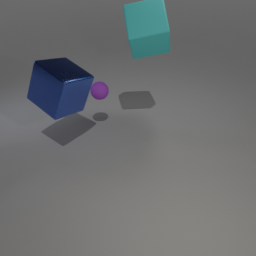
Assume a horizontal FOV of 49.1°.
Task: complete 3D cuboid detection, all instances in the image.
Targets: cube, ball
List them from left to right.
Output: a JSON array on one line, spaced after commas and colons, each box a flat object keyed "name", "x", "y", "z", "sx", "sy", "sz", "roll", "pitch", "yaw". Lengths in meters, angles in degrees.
[{"name": "cube", "x": -2.229, "y": -1.342, "z": 9.250, "sx": 1.400, "sy": 1.400, "sz": 1.400, "roll": 36, "pitch": 32, "yaw": 19}, {"name": "ball", "x": -1.081, "y": -1.423, "z": 10.679, "sx": 0.700, "sy": 0.700, "sz": 0.700, "roll": 0, "pitch": 33, "yaw": 0}, {"name": "cube", "x": 0.695, "y": -3.517, "z": 10.006, "sx": 1.400, "sy": 1.400, "sz": 1.400, "roll": -10, "pitch": 74, "yaw": 7}]
